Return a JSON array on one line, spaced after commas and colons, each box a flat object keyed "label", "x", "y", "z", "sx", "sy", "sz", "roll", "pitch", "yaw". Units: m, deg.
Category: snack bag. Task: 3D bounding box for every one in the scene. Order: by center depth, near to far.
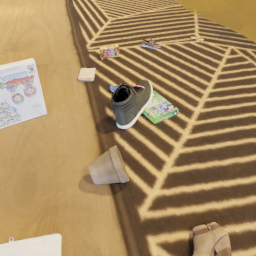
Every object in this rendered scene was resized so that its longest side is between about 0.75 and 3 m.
[{"label": "snack bag", "x": -2.781, "y": 3.738, "z": 6.106, "sx": 2.893, "sy": 0.310, "sz": 2.728, "roll": -9, "pitch": 42, "yaw": -10}]

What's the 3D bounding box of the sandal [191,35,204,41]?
[{"label": "sandal", "x": 4.245, "y": -5.550, "z": 17.122, "sx": 0.798, "sy": 0.262, "sz": 0.293, "roll": 14, "pitch": 42, "yaw": 16}]

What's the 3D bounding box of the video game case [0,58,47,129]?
[{"label": "video game case", "x": -4.461, "y": -1.109, "z": 10.210, "sx": 2.639, "sy": 2.402, "sz": 0.313, "roll": -21, "pitch": 45, "yaw": -23}]

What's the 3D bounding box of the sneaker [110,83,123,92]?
[{"label": "sneaker", "x": -0.353, "y": -1.848, "z": 12.622, "sx": 0.948, "sy": 0.423, "sz": 0.372, "roll": 3, "pitch": 40, "yaw": 5}]

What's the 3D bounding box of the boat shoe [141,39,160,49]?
[{"label": "boat shoe", "x": 1.327, "y": -4.892, "z": 16.226, "sx": 1.139, "sy": 0.412, "sz": 0.411, "roll": 11, "pitch": 41, "yaw": 12}]

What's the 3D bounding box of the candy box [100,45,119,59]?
[{"label": "candy box", "x": -0.993, "y": -4.123, "z": 15.172, "sx": 1.030, "sy": 0.601, "sz": 0.291, "roll": -16, "pitch": 43, "yaw": -17}]

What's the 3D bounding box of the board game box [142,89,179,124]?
[{"label": "board game box", "x": 1.057, "y": -0.943, "z": 11.668, "sx": 1.222, "sy": 0.264, "sz": 1.817, "roll": -23, "pitch": 45, "yaw": -23}]

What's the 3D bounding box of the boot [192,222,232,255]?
[{"label": "boot", "x": 1.833, "y": 2.946, "z": 6.955, "sx": 1.435, "sy": 0.504, "sz": 1.049, "roll": -16, "pitch": 30, "yaw": -2}]

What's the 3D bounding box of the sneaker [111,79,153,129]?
[{"label": "sneaker", "x": 0.222, "y": -1.361, "z": 10.984, "sx": 0.961, "sy": 1.348, "sz": 2.718, "roll": 11, "pitch": 51, "yaw": 25}]

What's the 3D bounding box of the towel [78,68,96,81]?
[{"label": "towel", "x": -2.008, "y": -2.635, "z": 13.723, "sx": 0.768, "sy": 0.200, "sz": 1.158, "roll": 0, "pitch": 40, "yaw": -1}]

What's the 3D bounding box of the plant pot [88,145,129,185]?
[{"label": "plant pot", "x": -0.628, "y": 1.234, "z": 8.577, "sx": 1.003, "sy": 1.156, "sz": 1.156, "roll": -20, "pitch": 42, "yaw": 1}]
